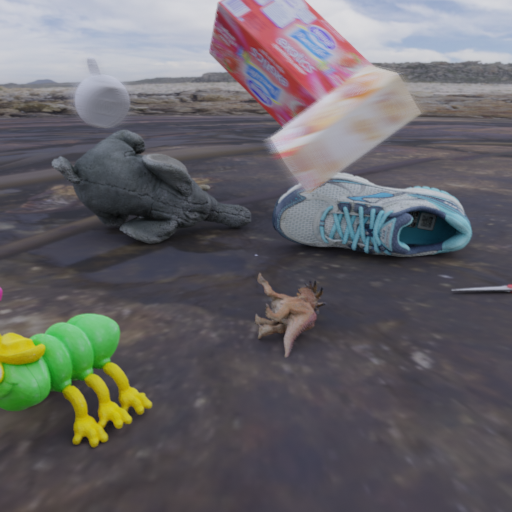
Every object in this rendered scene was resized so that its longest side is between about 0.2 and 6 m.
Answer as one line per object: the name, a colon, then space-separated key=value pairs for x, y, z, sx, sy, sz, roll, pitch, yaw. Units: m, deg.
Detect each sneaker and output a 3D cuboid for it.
sneaker: x=1.910 y=-0.615 z=9.158 sx=3.285 sy=1.275 sz=1.418 roll=0 pitch=20 yaw=-1

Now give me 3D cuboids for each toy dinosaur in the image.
toy dinosaur: x=0.462 y=0.639 z=6.362 sx=0.874 sy=0.553 sz=1.290 roll=6 pitch=22 yaw=-10

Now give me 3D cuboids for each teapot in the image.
teapot: x=-3.310 y=-3.365 z=11.796 sx=1.193 sy=1.209 sz=0.883 roll=22 pitch=27 yaw=-53

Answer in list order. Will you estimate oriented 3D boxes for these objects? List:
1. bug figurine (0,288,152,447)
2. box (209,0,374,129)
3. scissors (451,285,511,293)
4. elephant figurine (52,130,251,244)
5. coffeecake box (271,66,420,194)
bug figurine: x=-2.849 y=0.962 z=4.382 sx=3.975 sy=1.023 sz=3.083 roll=10 pitch=19 yaw=30
box: x=0.709 y=-3.882 z=11.253 sx=1.602 sy=3.123 sz=1.478 roll=-41 pitch=-7 yaw=-22
scissors: x=3.585 y=0.448 z=7.569 sx=1.832 sy=0.128 sz=0.670 roll=-4 pitch=20 yaw=-19
elephant figurine: x=-1.753 y=-1.134 z=10.236 sx=2.779 sy=1.967 sz=2.156 roll=23 pitch=54 yaw=19
coffeecake box: x=1.191 y=-1.844 z=8.009 sx=1.822 sy=0.666 sz=1.399 roll=-36 pitch=22 yaw=9
